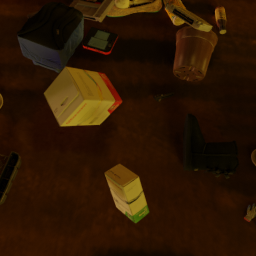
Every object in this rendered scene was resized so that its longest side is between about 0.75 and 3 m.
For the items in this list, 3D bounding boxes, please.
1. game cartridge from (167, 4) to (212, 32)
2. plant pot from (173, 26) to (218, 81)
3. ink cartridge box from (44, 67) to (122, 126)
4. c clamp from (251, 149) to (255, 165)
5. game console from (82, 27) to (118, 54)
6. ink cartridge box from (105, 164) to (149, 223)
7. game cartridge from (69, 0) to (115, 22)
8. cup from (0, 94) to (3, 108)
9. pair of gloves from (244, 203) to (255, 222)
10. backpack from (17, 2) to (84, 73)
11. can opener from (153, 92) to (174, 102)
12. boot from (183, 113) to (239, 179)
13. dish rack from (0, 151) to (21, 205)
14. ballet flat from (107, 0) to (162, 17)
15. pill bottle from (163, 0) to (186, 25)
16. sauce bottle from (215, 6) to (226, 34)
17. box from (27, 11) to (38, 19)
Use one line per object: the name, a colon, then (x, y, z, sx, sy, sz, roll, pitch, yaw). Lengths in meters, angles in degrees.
game cartridge: (2.490, -4.409, 11.237, 1.741, 0.362, 1.159, 45, 30, 26)
plant pot: (2.841, -3.145, 12.297, 1.837, 1.837, 1.819, 13, 77, 5)
ink cartridge box: (-1.722, -1.161, 10.857, 1.609, 2.215, 1.602, -41, 70, 29)
c clamp: (5.976, 1.275, 11.189, 1.881, 0.255, 1.607, -21, 69, -9)
game console: (-1.344, -4.219, 13.472, 1.470, 0.228, 1.300, 19, 69, 7)
ink cartridge box: (-0.037, 2.084, 9.051, 0.649, 1.563, 1.146, -30, 32, -25)
game cartridge: (-1.863, -6.020, 13.832, 2.172, 0.417, 1.408, 22, 75, 25)
cup: (-6.013, -1.316, 11.874, 1.203, 1.203, 0.860, -29, 43, -11)
pair of gloves: (4.842, 3.326, 10.428, 0.950, 0.108, 0.763, 38, 74, 15)
backpack: (-3.224, -4.018, 12.279, 2.169, 2.240, 2.669, 22, 64, 0)
can opener: (1.594, -1.408, 12.271, 0.944, 0.299, 0.371, -16, 68, -6)
boot: (3.246, 0.682, 11.075, 2.047, 0.924, 2.498, 3, 75, 4)
dish rack: (-5.640, 1.698, 10.765, 2.716, 0.741, 2.083, 15, 67, 6)
ballet flat: (0.224, -6.266, 13.896, 2.967, 0.998, 1.010, -10, 68, -4)
pill bottle: (2.327, -5.899, 13.835, 0.830, 0.830, 1.473, -20, 69, -8)
sauce bottle: (4.602, -5.309, 13.794, 0.484, 0.484, 1.467, -2, 69, -1)
box: (-3.996, -5.119, 13.531, 1.376, 0.789, 0.909, -24, 70, -10)
